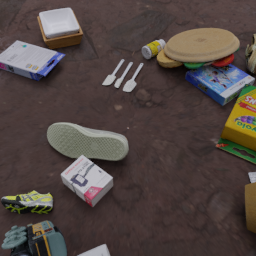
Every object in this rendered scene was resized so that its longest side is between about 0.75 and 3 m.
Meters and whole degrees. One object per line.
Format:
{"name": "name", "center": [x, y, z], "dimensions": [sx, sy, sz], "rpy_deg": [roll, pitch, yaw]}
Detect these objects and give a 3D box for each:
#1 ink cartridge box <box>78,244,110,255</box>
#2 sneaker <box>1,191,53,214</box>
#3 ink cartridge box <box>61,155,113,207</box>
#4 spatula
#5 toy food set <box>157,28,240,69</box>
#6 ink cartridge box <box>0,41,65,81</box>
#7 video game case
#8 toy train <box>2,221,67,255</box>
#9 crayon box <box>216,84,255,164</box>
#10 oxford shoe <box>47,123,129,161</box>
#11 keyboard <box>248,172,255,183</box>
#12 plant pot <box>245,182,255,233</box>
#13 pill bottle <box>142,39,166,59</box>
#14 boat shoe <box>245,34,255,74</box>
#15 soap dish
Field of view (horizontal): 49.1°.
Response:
{"name": "ink cartridge box", "center": [-1.217, 3.180, 5.312], "dimensions": [2.080, 1.535, 0.891], "rpy_deg": [-19, 58, -14]}
{"name": "sneaker", "center": [-2.545, 1.873, 7.139], "dimensions": [1.276, 0.481, 0.488], "rpy_deg": [8, 43, -7]}
{"name": "ink cartridge box", "center": [-1.088, 1.388, 7.468], "dimensions": [1.147, 0.484, 0.830], "rpy_deg": [32, 58, 24]}
{"name": "spatula", "center": [-0.103, -1.995, 10.494], "dimensions": [1.143, 0.132, 1.644], "rpy_deg": [14, 51, 19]}
{"name": "toy food set", "center": [2.746, -3.003, 10.587], "dimensions": [2.838, 0.697, 2.867], "rpy_deg": [19, 46, 36]}
{"name": "ink cartridge box", "center": [-3.699, -2.559, 10.703], "dimensions": [2.351, 0.493, 1.403], "rpy_deg": [18, 53, 18]}
{"name": "video game case", "center": [3.296, -1.776, 10.105], "dimensions": [1.630, 0.409, 1.799], "rpy_deg": [-31, 57, -24]}
{"name": "toy train", "center": [-1.936, 2.436, 5.839], "dimensions": [1.122, 1.969, 0.839], "rpy_deg": [-13, 86, -22]}
{"name": "crayon box", "center": [3.964, -0.148, 8.618], "dimensions": [1.644, 0.658, 2.590], "rpy_deg": [24, 55, 18]}
{"name": "oxford shoe", "center": [-1.160, 0.404, 8.161], "dimensions": [2.607, 0.980, 0.753], "rpy_deg": [9, 10, 17]}
{"name": "keyboard", "center": [4.300, 1.429, 7.686], "dimensions": [1.887, 0.101, 0.531], "rpy_deg": [-3, 51, -2]}
{"name": "plant pot", "center": [3.847, 1.826, 6.246], "dimensions": [2.249, 2.096, 2.096], "rpy_deg": [-3, 48, 24]}
{"name": "pill bottle", "center": [1.049, -3.170, 11.171], "dimensions": [0.948, 0.528, 0.528], "rpy_deg": [-34, 58, -26]}
{"name": "boat shoe", "center": [4.915, -2.901, 10.764], "dimensions": [0.825, 0.964, 2.631], "rpy_deg": [22, 44, 22]}
{"name": "soap dish", "center": [-2.867, -4.197, 11.826], "dimensions": [1.566, 0.808, 1.990], "rpy_deg": [-15, 53, -12]}
